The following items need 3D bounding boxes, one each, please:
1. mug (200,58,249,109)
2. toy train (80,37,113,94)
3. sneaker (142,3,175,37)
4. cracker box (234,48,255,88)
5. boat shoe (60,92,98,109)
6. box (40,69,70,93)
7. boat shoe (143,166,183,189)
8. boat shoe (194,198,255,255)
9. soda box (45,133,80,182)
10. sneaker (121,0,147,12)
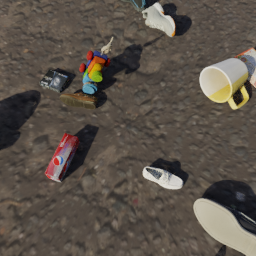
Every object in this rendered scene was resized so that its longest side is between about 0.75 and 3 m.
[{"bbox_3d":[4.067,-1.912,11.478,1.580,1.924,1.541,-33,34,-25],"label":"mug"},{"bbox_3d":[-1.174,-2.412,11.038,0.953,2.252,1.303,17,55,-24],"label":"toy train"},{"bbox_3d":[1.438,-4.968,13.308,1.039,0.856,2.260,-25,57,-5],"label":"sneaker"},{"bbox_3d":[5.484,-2.637,12.183,1.077,0.464,1.608,-28,65,-14],"label":"cracker box"},{"bbox_3d":[-1.989,-1.164,11.416,1.502,0.540,0.511,15,58,-2],"label":"boat shoe"},{"bbox_3d":[-3.136,-2.011,11.992,1.005,0.219,0.806,23,64,12],"label":"box"},{"bbox_3d":[1.232,1.734,9.843,1.481,0.513,0.524,16,63,8],"label":"boat shoe"},{"bbox_3d":[3.525,3.226,9.036,2.999,1.090,0.941,32,24,22],"label":"boat shoe"},{"bbox_3d":[-2.353,1.062,10.160,0.530,0.585,1.672,17,64,9],"label":"soda box"},{"bbox_3d":[0.186,-6.733,14.153,1.997,0.818,0.731,39,69,19],"label":"sneaker"}]
